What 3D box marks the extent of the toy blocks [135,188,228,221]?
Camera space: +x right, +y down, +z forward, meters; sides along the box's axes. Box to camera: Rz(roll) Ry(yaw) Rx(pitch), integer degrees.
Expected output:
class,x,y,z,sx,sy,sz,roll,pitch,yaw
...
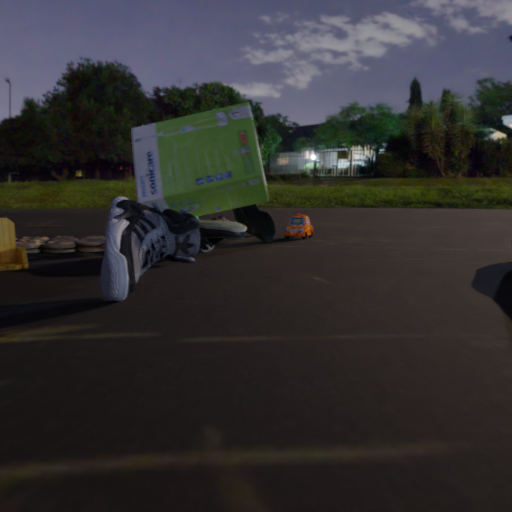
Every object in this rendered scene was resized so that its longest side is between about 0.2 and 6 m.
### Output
class,x,y,z,sx,sy,sz,roll,pitch,yaw
toy blocks,-1.683,-1.043,13.122,1.804,1.930,1.625,-20,18,-1

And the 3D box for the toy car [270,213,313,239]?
class,x,y,z,sx,sy,sz,roll,pitch,yaw
toy car,0.666,-0.902,16.153,2.229,0.742,1.094,6,8,39

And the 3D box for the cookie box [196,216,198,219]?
class,x,y,z,sx,sy,sz,roll,pitch,yaw
cookie box,-2.423,-0.807,15.271,1.473,0.647,1.722,-3,5,7

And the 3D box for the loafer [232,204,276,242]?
class,x,y,z,sx,sy,sz,roll,pitch,yaw
loafer,-0.046,-0.869,14.945,0.702,0.697,1.927,-13,40,-21

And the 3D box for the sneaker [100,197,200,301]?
class,x,y,z,sx,sy,sz,roll,pitch,yaw
sneaker,-1.337,-0.123,7.309,1.237,0.820,2.173,6,27,-13

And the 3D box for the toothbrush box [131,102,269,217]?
class,x,y,z,sx,sy,sz,roll,pitch,yaw
toothbrush box,-1.174,-1.913,11.729,2.573,1.874,1.108,-12,-25,2

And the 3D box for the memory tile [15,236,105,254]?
class,x,y,z,sx,sy,sz,roll,pitch,yaw
memory tile,-4.778,-0.271,12.730,2.835,0.238,2.173,-1,7,-13

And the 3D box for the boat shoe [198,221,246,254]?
class,x,y,z,sx,sy,sz,roll,pitch,yaw
boat shoe,-1.049,-0.404,11.714,2.055,0.695,0.738,1,10,34

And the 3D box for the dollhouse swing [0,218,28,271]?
class,x,y,z,sx,sy,sz,roll,pitch,yaw
dollhouse swing,-4.413,-0.203,9.387,0.961,0.845,0.874,-3,7,-33
